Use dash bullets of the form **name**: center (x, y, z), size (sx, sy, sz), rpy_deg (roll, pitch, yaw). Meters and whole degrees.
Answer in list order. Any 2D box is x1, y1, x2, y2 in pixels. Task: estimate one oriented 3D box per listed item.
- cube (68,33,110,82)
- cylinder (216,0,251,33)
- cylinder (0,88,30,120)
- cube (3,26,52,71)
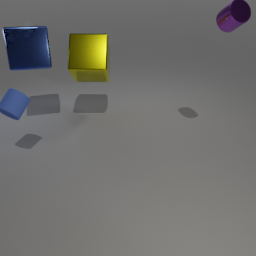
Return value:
- **cube**: center (-1.432, -2.621, 10.647), size (1.400, 1.400, 1.400), rpy_deg (1, -8, 0)
- **cylinder**: center (3.039, -3.229, 8.099), size (0.700, 0.700, 0.700), rpy_deg (-9, -2, -15)
- **cylinder**: center (-3.379, -0.699, 8.286), size (0.700, 0.700, 0.700), rpy_deg (15, 69, 24)
- **cube**: center (-3.541, -2.872, 10.069), size (1.400, 1.400, 1.400), rpy_deg (-7, 18, -13)
